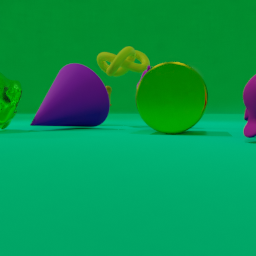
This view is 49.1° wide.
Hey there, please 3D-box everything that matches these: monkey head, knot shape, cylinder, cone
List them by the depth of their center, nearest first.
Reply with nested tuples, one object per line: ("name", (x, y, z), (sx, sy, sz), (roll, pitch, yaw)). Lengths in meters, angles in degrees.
("monkey head", (1.884, -0.389, 3.914), (0.809, 1.342, 0.965), (25, -15, -24))
("cylinder", (0.890, -0.548, 5.400), (1.250, 1.250, 1.250), (1, 3, 15))
("monkey head", (-2.896, -0.535, 5.874), (1.116, 1.851, 1.332), (17, -34, -20))
("cone", (-1.576, -0.423, 6.382), (1.680, 1.680, 1.686), (2, 27, 34))
("knot shape", (-0.060, -1.858, 7.904), (1.406, 0.694, 1.503), (-11, 10, -21))

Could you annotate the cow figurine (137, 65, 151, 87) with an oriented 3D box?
("cow figurine", (0.900, -0.900, 7.058), (1.350, 1.328, 0.741), (-1, 18, 4))

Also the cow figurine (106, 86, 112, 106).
("cow figurine", (-1.229, -0.766, 8.829), (1.409, 1.386, 0.773), (13, 42, -4))
